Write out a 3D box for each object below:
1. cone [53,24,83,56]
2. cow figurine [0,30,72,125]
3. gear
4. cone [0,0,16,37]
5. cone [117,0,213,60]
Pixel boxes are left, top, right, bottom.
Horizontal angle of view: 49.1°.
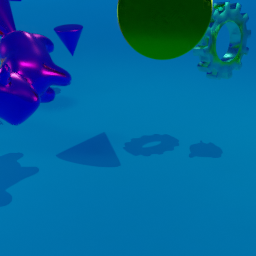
[{"bbox_3d":[-1.730,-2.580,8.450,0.867,0.870,0.867,-2,34,1],"label":"cone"},{"bbox_3d":[-1.501,-0.762,3.808,1.481,0.826,1.505,1,57,-58],"label":"cow figurine"},{"bbox_3d":[1.652,-1.488,4.859,1.264,1.264,0.234,-18,25,-31],"label":"gear"},{"bbox_3d":[-2.851,-2.414,5.910,1.677,1.670,1.670,49,38,0],"label":"cone"},{"bbox_3d":[0.588,-1.843,4.510,1.323,1.323,1.328,4,20,7],"label":"cone"}]
